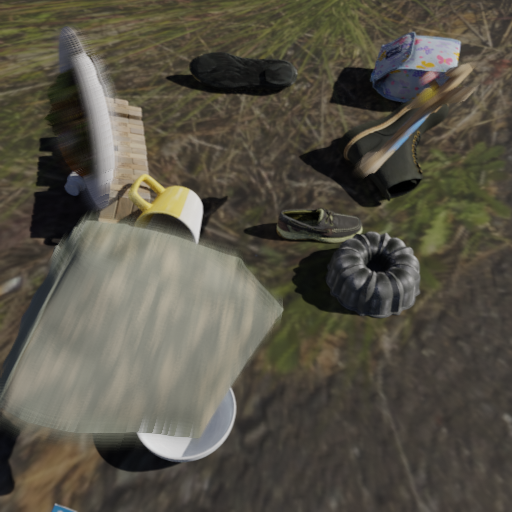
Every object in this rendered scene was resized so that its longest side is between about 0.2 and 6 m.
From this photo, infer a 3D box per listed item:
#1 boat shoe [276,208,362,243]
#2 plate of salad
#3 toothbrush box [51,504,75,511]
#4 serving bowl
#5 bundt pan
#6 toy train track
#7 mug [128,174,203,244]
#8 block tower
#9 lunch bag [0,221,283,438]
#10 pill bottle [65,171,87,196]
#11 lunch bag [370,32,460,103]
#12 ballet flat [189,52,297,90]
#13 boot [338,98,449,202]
[{"bbox_3d":[1.249,-0.644,10.932,1.692,0.556,0.605,0,49,0],"label":"boat shoe"},{"bbox_3d":[-2.766,-2.029,8.544,0.653,2.720,2.720,-14,50,-24],"label":"plate of salad"},{"bbox_3d":[-2.214,4.110,6.229,0.869,1.491,2.037,15,50,12],"label":"toothbrush box"},{"bbox_3d":[-1.048,2.385,8.371,1.498,0.493,1.498,0,50,0],"label":"serving bowl"},{"bbox_3d":[2.151,0.236,10.121,1.748,0.656,1.748,0,50,0],"label":"bundt pan"},{"bbox_3d":[2.572,-2.365,9.220,2.520,0.410,1.445,-46,22,-9],"label":"toy train track"},{"bbox_3d":[-1.585,-0.814,10.568,1.198,1.495,1.228,1,40,13],"label":"mug"},{"bbox_3d":[-2.824,-1.932,11.627,0.922,0.987,3.414,5,48,-22],"label":"block tower"},{"bbox_3d":[-1.295,0.774,5.905,2.379,1.951,1.399,19,19,-40],"label":"lunch bag"},{"bbox_3d":[-3.726,-1.648,11.879,0.432,0.432,0.778,12,50,10],"label":"pill bottle"},{"bbox_3d":[3.959,-4.699,13.986,1.965,1.249,1.666,12,50,15],"label":"lunch bag"},{"bbox_3d":[-0.342,-4.658,14.417,2.806,0.932,0.797,8,8,6],"label":"ballet flat"},{"bbox_3d":[3.412,-2.294,12.196,2.678,1.037,1.852,-28,58,-6],"label":"boot"}]
